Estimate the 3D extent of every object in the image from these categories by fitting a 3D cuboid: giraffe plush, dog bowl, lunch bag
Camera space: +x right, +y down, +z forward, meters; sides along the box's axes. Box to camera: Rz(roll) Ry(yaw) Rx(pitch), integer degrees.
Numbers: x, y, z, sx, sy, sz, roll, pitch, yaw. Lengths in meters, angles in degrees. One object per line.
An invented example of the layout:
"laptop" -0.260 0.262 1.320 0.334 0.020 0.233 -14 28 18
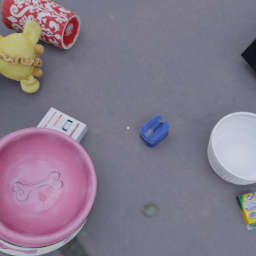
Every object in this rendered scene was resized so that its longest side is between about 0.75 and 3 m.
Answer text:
"giraffe plush" -3.625 -2.134 7.678 2.408 2.562 2.969 -2 45 -25
"dog bowl" -1.911 1.232 5.985 2.798 1.032 2.798 11 63 -23
"lunch bag" 0.736 0.064 7.441 0.818 0.541 0.556 -40 71 -16

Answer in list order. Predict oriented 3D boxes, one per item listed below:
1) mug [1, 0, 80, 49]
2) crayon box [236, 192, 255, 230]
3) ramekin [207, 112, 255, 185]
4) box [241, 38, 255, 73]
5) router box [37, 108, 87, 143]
"mug" -2.523 -3.531 8.726 2.038 1.360 1.809 26 69 8
"crayon box" 2.996 1.983 6.726 0.498 0.204 0.792 -11 66 -5
"ramekin" 2.840 0.572 6.994 1.755 0.921 1.755 0 65 0
"box" 5.175 -2.295 8.036 2.987 1.178 2.108 -33 83 -15
"router box" -1.903 0.229 7.489 1.143 0.311 1.273 27 68 12
